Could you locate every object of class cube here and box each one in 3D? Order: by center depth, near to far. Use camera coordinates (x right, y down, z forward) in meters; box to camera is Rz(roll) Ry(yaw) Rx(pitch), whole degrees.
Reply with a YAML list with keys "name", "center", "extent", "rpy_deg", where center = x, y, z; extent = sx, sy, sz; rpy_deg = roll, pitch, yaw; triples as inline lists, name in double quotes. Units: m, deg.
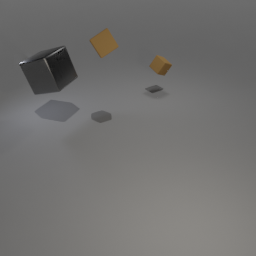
- name: "cube"
  center: [-0.817, -2.844, 9.418]
  extent: [0.700, 0.700, 0.700]
  rpy_deg: [-34, 18, 2]
- name: "cube"
  center: [-3.158, -2.314, 11.299]
  extent: [1.400, 1.400, 1.400]
  rpy_deg: [-2, 32, 30]
- name: "cube"
  center: [1.665, -3.179, 14.261]
  extent: [0.700, 0.700, 0.700]
  rpy_deg: [-2, 45, -52]
